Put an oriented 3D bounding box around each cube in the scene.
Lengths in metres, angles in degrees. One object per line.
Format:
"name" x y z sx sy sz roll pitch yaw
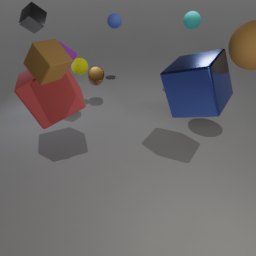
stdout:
"cube" 1.963 -1.228 7.862 1.400 1.400 1.400 0 31 37
"cube" -2.234 -1.102 8.156 1.400 1.400 1.400 -28 33 1
"cube" -1.879 -1.556 6.583 0.700 0.700 0.700 51 41 5
"cube" -2.264 -2.467 9.751 0.700 0.700 0.700 32 0 -11
"cube" -3.608 -4.173 10.639 0.700 0.700 0.700 -16 62 38

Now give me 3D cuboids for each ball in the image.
"ball" 3.655 -2.387 8.121 1.400 1.400 1.400 0 31 0
"ball" -0.654 -5.189 13.570 0.700 0.700 0.700 0 31 0
"ball" -2.043 -2.610 11.862 0.700 0.700 0.700 0 31 0
"ball" 2.644 -4.436 11.534 0.700 0.700 0.700 0 31 0

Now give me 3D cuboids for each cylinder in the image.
"cylinder" -1.424 -2.308 12.492 0.700 0.700 0.700 -5 -3 -8
